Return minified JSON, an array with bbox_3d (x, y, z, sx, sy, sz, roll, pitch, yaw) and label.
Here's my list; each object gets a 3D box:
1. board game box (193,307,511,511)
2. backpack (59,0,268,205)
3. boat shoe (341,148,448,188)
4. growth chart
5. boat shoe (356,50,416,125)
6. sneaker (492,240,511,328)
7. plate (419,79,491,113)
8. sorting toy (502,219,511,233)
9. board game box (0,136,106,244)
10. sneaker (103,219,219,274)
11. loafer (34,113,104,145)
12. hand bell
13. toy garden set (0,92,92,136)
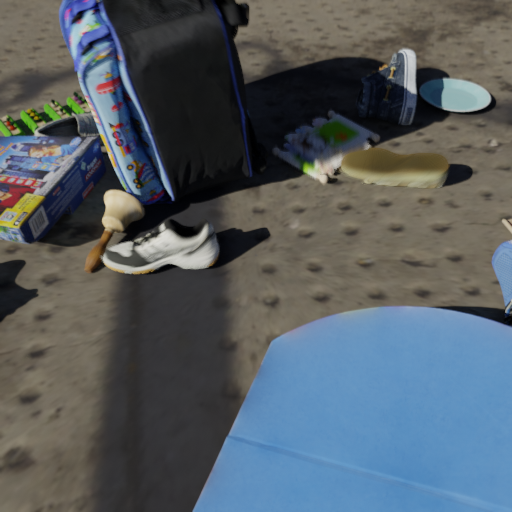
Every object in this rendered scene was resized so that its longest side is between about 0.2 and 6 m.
[{"bbox_3d":[1.499,2.564,5.669,3.835,0.945,4.855,8,43,22],"label":"board game box"},{"bbox_3d":[-1.754,-3.400,10.003,2.704,3.669,4.019,-21,51,-8],"label":"backpack"},{"bbox_3d":[2.553,-1.574,10.468,1.923,0.605,0.701,2,58,12],"label":"boat shoe"},{"bbox_3d":[1.397,-2.282,11.383,1.633,0.200,2.256,31,51,28],"label":"growth chart"},{"bbox_3d":[2.911,-3.925,12.601,1.184,0.923,2.609,9,46,3],"label":"boat shoe"},{"bbox_3d":[3.587,1.000,7.054,1.509,1.330,3.385,2,43,-2],"label":"sneaker"},{"bbox_3d":[4.532,-3.628,12.845,1.581,0.202,1.581,0,42,0],"label":"plate"},{"bbox_3d":[4.962,-0.366,9.242,1.335,0.323,2.371,-8,43,-9],"label":"sorting toy"},{"bbox_3d":[-4.490,-1.250,9.824,2.673,0.825,2.675,10,44,12],"label":"board game box"},{"bbox_3d":[-1.492,-0.223,8.700,1.784,0.782,0.675,-6,35,-7],"label":"sneaker"},{"bbox_3d":[-3.500,-2.549,11.258,1.856,0.648,0.649,-25,77,-21],"label":"loafer"},{"bbox_3d":[-2.437,-0.317,9.104,0.730,0.730,1.403,13,56,13],"label":"hand bell"},{"bbox_3d":[-4.341,-2.902,11.918,1.940,0.387,1.618,-27,49,-26],"label":"toy garden set"}]
